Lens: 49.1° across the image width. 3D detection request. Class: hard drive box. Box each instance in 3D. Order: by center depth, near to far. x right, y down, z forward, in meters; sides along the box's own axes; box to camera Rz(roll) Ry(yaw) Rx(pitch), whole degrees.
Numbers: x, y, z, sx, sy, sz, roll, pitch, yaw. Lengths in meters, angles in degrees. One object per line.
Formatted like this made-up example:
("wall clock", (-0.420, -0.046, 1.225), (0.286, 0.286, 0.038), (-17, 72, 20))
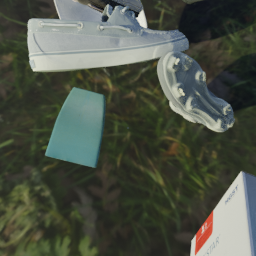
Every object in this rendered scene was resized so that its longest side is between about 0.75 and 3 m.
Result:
("hard drive box", (1.669, 2.357, 3.967), (1.046, 2.123, 2.724), (22, 34, 5))

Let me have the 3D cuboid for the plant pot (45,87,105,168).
("plant pot", (-0.917, -0.063, 5.610), (0.970, 0.971, 1.374), (15, 92, -5))

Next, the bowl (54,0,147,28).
("bowl", (-0.677, -2.858, 7.147), (2.001, 0.747, 1.998), (-22, 91, -3))

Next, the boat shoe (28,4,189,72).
("boat shoe", (-0.259, -1.630, 4.918), (2.932, 1.023, 1.044), (-11, 103, -18))

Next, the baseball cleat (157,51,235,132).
("baseball cleat", (0.828, -0.457, 4.138), (0.994, 1.867, 0.651), (19, 77, 50))

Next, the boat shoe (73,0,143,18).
("boat shoe", (-0.596, -2.395, 5.192), (2.119, 0.604, 0.708), (3, 55, -44))

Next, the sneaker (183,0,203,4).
("sneaker", (1.848, -3.560, 5.611), (0.996, 1.132, 2.675), (46, 68, -25))
